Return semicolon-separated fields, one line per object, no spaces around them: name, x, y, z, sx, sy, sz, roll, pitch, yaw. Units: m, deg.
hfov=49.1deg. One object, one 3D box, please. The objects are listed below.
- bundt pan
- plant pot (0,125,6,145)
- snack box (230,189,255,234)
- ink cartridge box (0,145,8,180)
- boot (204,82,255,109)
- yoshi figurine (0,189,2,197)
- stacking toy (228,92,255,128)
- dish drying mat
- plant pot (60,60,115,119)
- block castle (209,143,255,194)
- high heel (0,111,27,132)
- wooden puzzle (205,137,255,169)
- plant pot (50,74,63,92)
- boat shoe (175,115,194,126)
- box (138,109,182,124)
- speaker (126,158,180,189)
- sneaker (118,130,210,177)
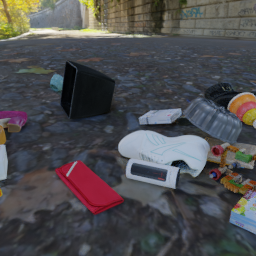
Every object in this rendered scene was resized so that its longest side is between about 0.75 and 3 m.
bundt pan;3.078;-0.389;9.949;2.162;0.812;2.162;24;20;-9
plant pot;-5.526;-0.179;10.030;1.881;1.722;1.881;0;24;0
snack box;3.105;2.012;6.621;0.961;0.386;1.139;18;30;39
ink cartridge box;-4.475;1.120;8.331;1.598;0.672;1.167;-8;25;-18
boot;5.443;-1.531;13.963;2.929;1.102;2.190;1;23;4
yoshi figurine;-3.825;1.630;7.625;0.922;0.518;0.516;34;75;32
stacking toy;5.263;-0.549;12.082;1.318;1.318;1.804;-4;43;-10
dish drying mat;-1.173;1.566;7.877;0.919;0.218;2.393;-15;27;-33
plant pot;-1.898;-1.782;13.392;2.047;2.302;2.307;3;20;-25
block castle;3.051;1.179;7.658;0.781;1.113;1.665;-19;29;-36
high heel;-5.544;-0.451;11.635;2.511;0.846;1.204;3;33;-5
wooden puzzle;3.339;0.850;9.476;1.746;0.351;1.887;11;21;24
plant pot;-4.280;-2.634;16.920;1.005;1.005;0.674;12;54;26
boat shoe;2.647;-0.401;12.159;1.276;0.483;0.471;-3;21;-9
box;1.402;-0.502;12.146;1.520;0.313;1.185;-4;18;34
speaker;0.729;1.295;8.037;1.491;0.606;0.606;10;25;21
sneaker;0.967;0.804;8.694;2.930;1.031;1.174;2;44;23
